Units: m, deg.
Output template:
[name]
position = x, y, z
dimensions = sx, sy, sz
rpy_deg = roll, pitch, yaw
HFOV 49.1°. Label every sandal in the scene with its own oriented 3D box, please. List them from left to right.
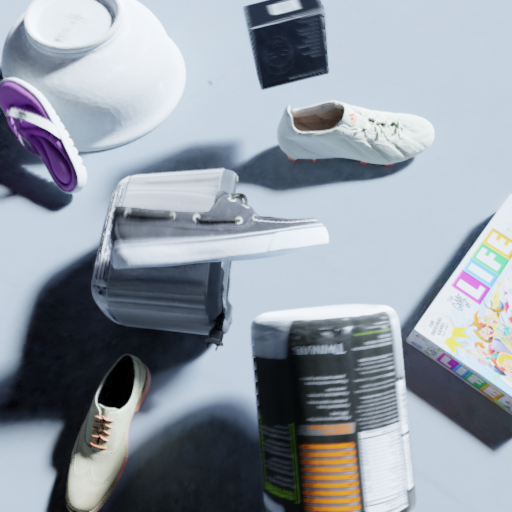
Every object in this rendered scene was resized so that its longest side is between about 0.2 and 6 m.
[sandal]
position = -3.857, -2.137, 9.808
dimensions = 2.431, 0.989, 0.597
rpy_deg = 50, 34, 4

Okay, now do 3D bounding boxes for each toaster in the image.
[toaster]
position = -1.283, 0.030, 8.638
dimensions = 1.915, 1.685, 2.965
rpy_deg = 2, 64, 5

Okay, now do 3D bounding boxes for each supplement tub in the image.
[supplement tub]
position = 0.941, 2.162, 6.875
dimensions = 1.850, 1.850, 3.019
rpy_deg = -4, 88, -2

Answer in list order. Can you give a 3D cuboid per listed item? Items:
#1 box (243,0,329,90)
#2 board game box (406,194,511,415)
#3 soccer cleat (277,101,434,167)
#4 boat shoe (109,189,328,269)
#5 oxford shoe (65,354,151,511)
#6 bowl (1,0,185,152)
[box]
position = 0.524, -3.609, 9.397
dimensions = 1.229, 1.208, 0.762
rpy_deg = -13, 52, 2
[board game box]
position = 4.151, 0.725, 8.862
dimensions = 2.134, 0.543, 3.174
rpy_deg = 35, 67, 17
[soccer cleat]
position = 1.844, -2.260, 10.133
dimensions = 2.927, 1.135, 1.014
rpy_deg = -2, 62, -2
[boat shoe]
position = -0.495, -0.408, 7.410
dimensions = 2.881, 1.007, 0.954
rpy_deg = -5, 86, -2
[oxford shoe]
position = -2.152, 2.415, 7.808
dimensions = 0.790, 0.824, 2.232
rpy_deg = 10, 62, 5
[bowl]
position = -3.291, -3.955, 10.756
dimensions = 3.700, 1.663, 3.700
rpy_deg = 0, 61, 0
